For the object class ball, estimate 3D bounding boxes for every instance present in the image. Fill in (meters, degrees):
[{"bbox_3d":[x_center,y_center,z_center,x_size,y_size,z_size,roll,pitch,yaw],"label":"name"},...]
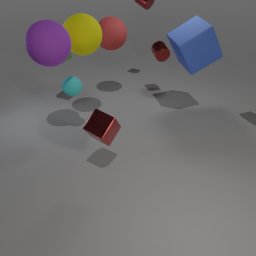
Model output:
[{"bbox_3d":[-2.472,-2.622,8.712,1.400,1.400,1.400,0,31,0],"label":"ball"},{"bbox_3d":[-1.610,-3.272,9.830,1.400,1.400,1.400,0,31,0],"label":"ball"},{"bbox_3d":[-0.740,-4.109,12.204,1.400,1.400,1.400,0,31,0],"label":"ball"},{"bbox_3d":[-1.969,-1.469,9.862,0.700,0.700,0.700,0,31,0],"label":"ball"}]

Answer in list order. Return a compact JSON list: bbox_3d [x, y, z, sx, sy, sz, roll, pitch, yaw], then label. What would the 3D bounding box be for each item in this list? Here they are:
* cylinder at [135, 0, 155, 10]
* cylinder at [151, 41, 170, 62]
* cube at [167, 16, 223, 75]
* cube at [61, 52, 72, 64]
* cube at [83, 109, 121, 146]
[{"bbox_3d":[0.786,-6.051,13.159,0.700,0.700,0.700,40,44,13],"label":"cylinder"},{"bbox_3d":[1.501,-3.523,12.879,0.700,0.700,0.700,-8,48,-13],"label":"cylinder"},{"bbox_3d":[2.576,-3.215,10.884,1.400,1.400,1.400,-31,39,8],"label":"cube"},{"bbox_3d":[-2.899,-3.170,11.726,0.700,0.700,0.700,9,39,26],"label":"cube"},{"bbox_3d":[-0.729,-0.012,8.022,0.700,0.700,0.700,26,78,22],"label":"cube"}]
